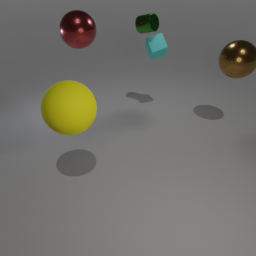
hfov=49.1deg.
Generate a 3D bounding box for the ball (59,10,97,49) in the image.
[{"bbox_3d":[-1.904,-3.743,10.680,1.400,1.400,1.400,0,30,0],"label":"ball"}]

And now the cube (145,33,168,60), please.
[{"bbox_3d":[1.174,-3.386,11.673,0.700,0.700,0.700,-20,-11,-4],"label":"cube"}]

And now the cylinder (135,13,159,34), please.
[{"bbox_3d":[0.764,-4.142,11.118,0.700,0.700,0.700,7,28,40],"label":"cylinder"}]

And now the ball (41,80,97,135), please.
[{"bbox_3d":[-1.507,-0.514,7.188,1.400,1.400,1.400,0,30,0],"label":"ball"}]

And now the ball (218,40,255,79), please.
[{"bbox_3d":[4.105,-2.545,10.428,1.400,1.400,1.400,0,30,0],"label":"ball"}]
